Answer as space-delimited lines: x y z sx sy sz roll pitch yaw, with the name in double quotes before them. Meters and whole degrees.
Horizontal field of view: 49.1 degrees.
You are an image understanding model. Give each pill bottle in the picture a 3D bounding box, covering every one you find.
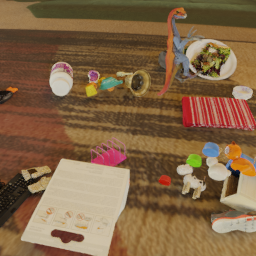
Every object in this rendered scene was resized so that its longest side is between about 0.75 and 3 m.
"pill bottle" -3.331 -2.443 14.059 1.126 1.126 2.007 -5 36 -7

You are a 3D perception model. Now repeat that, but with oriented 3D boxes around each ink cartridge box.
"ink cartridge box" -1.279 2.211 7.944 2.286 0.707 2.819 8 43 8

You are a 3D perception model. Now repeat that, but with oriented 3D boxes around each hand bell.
"hand bell" -0.142 -2.479 14.396 1.303 1.303 2.502 -25 30 -31

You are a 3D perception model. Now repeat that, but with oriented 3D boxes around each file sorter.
"file sorter" -0.676 0.883 9.725 1.042 0.653 0.724 -30 44 -35

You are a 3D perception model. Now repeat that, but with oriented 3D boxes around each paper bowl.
"paper bowl" 5.497 -1.641 13.489 0.878 0.457 0.878 0 35 0

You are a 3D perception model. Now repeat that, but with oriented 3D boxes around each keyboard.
"keyboard" -3.829 2.119 8.136 1.271 0.484 2.442 13 36 18

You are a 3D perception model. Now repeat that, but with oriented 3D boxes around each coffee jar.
"coffee jar" 3.053 -4.169 16.580 2.417 1.031 1.261 -18 37 -23

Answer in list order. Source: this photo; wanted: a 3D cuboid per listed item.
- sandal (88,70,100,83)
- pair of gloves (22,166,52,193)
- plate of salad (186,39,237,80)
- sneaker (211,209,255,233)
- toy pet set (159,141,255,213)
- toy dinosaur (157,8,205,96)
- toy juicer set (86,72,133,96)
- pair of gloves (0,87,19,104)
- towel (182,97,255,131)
"sandal" -1.857 -2.902 15.348 0.636 0.384 1.562 -6 36 -9
"pair of gloves" -2.803 1.589 8.961 0.944 0.195 1.110 -10 35 -36
"plate of salad" 4.716 -3.964 15.716 2.898 0.696 2.898 2 65 -3
"sneaker" 2.994 2.423 7.635 1.517 0.585 0.621 -1 29 -2
"toy pet set" 2.720 1.022 7.740 2.707 2.900 1.540 28 59 -6
"toy dinosaur" 1.860 -3.041 10.599 2.817 2.556 1.479 -32 8 -9
"toy juicer set" -0.949 -2.210 13.997 2.416 0.657 1.537 -21 20 -3
"pair of gloves" -6.684 -1.644 13.689 2.076 0.257 1.850 12 35 11
"towel" 3.809 -0.677 12.115 2.915 0.328 2.108 3 40 4
